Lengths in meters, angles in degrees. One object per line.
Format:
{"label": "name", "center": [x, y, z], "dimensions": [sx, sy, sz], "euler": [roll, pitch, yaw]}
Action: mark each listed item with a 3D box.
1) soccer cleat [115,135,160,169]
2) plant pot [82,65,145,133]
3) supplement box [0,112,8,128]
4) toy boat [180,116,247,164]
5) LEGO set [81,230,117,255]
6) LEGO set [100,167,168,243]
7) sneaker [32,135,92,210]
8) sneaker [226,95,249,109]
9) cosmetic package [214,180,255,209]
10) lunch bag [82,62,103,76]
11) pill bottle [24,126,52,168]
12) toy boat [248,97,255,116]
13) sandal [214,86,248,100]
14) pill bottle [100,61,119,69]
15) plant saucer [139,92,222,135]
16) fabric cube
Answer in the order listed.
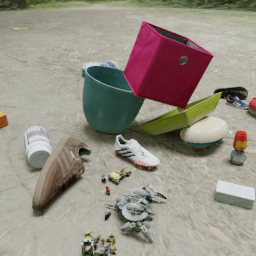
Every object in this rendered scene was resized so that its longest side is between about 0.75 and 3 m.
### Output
{"label": "soccer cleat", "center": [0.267, 0.797, 9.555], "dimensions": [1.816, 0.774, 0.623], "euler": [22, 37, 34]}
{"label": "plant pot", "center": [-0.662, -1.052, 11.151], "dimensions": [2.562, 2.056, 2.562], "euler": [15, 26, -8]}
{"label": "supplement box", "center": [-5.897, -0.494, 12.014], "dimensions": [1.672, 0.556, 0.575], "euler": [19, 35, 28]}
{"label": "toy boat", "center": [3.111, 0.416, 10.098], "dimensions": [2.068, 1.143, 2.460], "euler": [-18, 26, -35]}
{"label": "LEGO set", "center": [-0.704, 2.658, 6.576], "dimensions": [0.915, 0.530, 0.703], "euler": [7, 31, 12]}
{"label": "LEGO set", "center": [0.034, 1.844, 7.737], "dimensions": [1.785, 0.779, 2.748], "euler": [-22, 37, -33]}
{"label": "sneaker", "center": [-1.901, 1.283, 8.506], "dimensions": [1.098, 1.024, 2.907], "euler": [18, 39, -3]}
{"label": "sneaker", "center": [5.266, -1.259, 13.411], "dimensions": [1.140, 0.482, 0.427], "euler": [21, 36, 30]}
{"label": "cosmetic package", "center": [3.056, 1.902, 8.046], "dimensions": [1.026, 0.365, 0.520], "euler": [11, 32, 19]}
{"label": "lunch bag", "center": [-2.127, -3.611, 17.387], "dimensions": [1.280, 0.603, 1.597], "euler": [7, 30, 7]}
{"label": "pill bottle", "center": [-3.106, 0.662, 9.681], "dimensions": [0.877, 0.877, 1.540], "euler": [-11, 32, -18]}
{"label": "toy boat", "center": [6.412, -1.061, 12.113], "dimensions": [1.422, 1.425, 2.179], "euler": [-14, 33, -22]}
{"label": "sandal", "center": [5.241, -1.832, 14.284], "dimensions": [1.700, 0.675, 0.485], "euler": [5, 17, 10]}
{"label": "pill bottle", "center": [-1.409, -3.196, 16.226], "dimensions": [1.018, 1.018, 1.835], "euler": [18, 35, 28]}
{"label": "plant saucer", "center": [2.108, -0.458, 10.990], "dimensions": [2.539, 0.609, 2.543], "euler": [-26, 5, -38]}
{"label": "fabric cube", "center": [1.318, -2.280, 10.173], "dimensions": [2.122, 2.156, 2.163], "euler": [13, 28, -24]}
